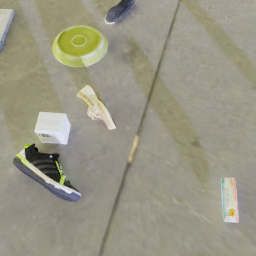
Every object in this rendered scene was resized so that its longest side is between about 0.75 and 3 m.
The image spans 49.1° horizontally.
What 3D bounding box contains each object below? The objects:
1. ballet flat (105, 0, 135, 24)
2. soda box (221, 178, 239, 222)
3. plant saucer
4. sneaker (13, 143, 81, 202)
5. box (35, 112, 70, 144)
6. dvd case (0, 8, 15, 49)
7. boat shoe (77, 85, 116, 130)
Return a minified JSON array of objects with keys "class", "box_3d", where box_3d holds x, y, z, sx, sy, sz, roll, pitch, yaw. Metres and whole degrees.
[{"class":"ballet flat","box_3d":[-0.295,-4.664,11.118,0.578,0.494,1.740,44,71,-8]},{"class":"soda box","box_3d":[2.624,1.848,7.229,0.373,0.347,1.092,-4,57,20]},{"class":"plant saucer","box_3d":[-1.758,-3.088,10.194,2.043,0.317,2.043,0,60,0]},{"class":"sneaker","box_3d":[-2.073,1.082,7.502,2.253,0.808,0.933,29,64,16]},{"class":"box","box_3d":[-2.165,0.010,8.137,0.773,0.777,0.665,4,63,3]},{"class":"dvd case","box_3d":[-5.397,-3.770,10.651,1.603,0.197,2.246,3,60,1]},{"class":"boat shoe","box_3d":[-0.983,-0.552,8.607,0.582,0.649,1.753,-34,63,-5]}]
